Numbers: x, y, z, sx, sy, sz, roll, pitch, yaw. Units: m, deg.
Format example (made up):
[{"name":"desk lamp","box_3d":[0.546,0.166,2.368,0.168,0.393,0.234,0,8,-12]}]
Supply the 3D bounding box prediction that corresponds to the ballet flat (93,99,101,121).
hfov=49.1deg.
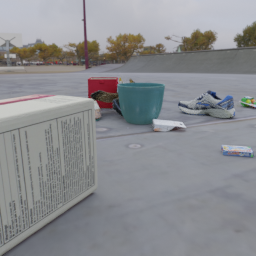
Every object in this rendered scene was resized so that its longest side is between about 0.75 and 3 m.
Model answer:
[{"name":"ballet flat","box_3d":[-1.571,-0.868,12.224,0.729,0.720,2.141,-3,15,-12]}]

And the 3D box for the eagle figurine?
[{"name":"eagle figurine","box_3d":[-0.302,-1.404,12.619,2.348,1.772,1.782,-41,10,-28]}]

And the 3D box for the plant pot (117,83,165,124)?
[{"name":"plant pot","box_3d":[0.512,-0.970,11.043,1.853,1.487,1.853,0,13,0]}]

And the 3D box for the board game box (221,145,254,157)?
[{"name":"board game box","box_3d":[2.914,0.612,7.492,0.757,0.130,0.512,3,14,13]}]

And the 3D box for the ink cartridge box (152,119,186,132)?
[{"name":"ink cartridge box","box_3d":[1.460,-0.065,10.106,1.119,0.281,0.908,8,13,-1]}]

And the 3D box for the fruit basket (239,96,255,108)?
[{"name":"fruit basket","box_3d":[6.472,-1.319,14.535,0.982,0.497,1.061,-9,19,-32]}]

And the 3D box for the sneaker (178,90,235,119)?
[{"name":"sneaker","box_3d":[3.504,-1.155,12.558,2.624,1.118,1.011,9,16,35]}]

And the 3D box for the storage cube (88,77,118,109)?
[{"name":"storage cube","box_3d":[-1.258,-1.856,14.593,1.667,1.498,1.425,1,14,0]}]

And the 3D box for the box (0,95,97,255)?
[{"name":"box","box_3d":[-1.886,0.551,4.283,1.533,1.799,2.814,8,16,29]}]
